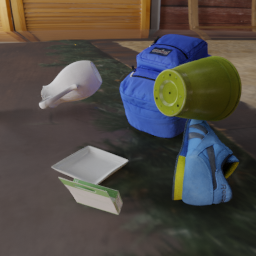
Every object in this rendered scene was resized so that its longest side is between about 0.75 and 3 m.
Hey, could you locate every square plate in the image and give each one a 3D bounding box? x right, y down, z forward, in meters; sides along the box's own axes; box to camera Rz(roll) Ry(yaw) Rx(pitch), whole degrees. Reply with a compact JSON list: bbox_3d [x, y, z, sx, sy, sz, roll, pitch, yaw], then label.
[{"bbox_3d":[-0.797,0.818,6.038,1.203,0.171,1.192,16,29,31],"label":"square plate"}]

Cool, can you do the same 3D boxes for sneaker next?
[{"bbox_3d":[1.601,0.558,5.685,1.105,0.929,2.819,3,26,15],"label":"sneaker"}]

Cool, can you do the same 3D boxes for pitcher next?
[{"bbox_3d":[-1.856,-1.282,8.909,1.937,1.174,1.662,-26,24,9],"label":"pitcher"}]

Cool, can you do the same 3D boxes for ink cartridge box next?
[{"bbox_3d":[-0.549,0.999,4.419,0.799,1.098,0.263,13,57,15],"label":"ink cartridge box"}]

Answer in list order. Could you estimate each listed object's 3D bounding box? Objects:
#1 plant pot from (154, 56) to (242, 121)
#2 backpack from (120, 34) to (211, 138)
[{"bbox_3d":[1.288,-0.755,5.685,1.341,1.393,1.393,-9,24,-34],"label":"plant pot"},{"bbox_3d":[1.019,-1.184,7.764,2.133,2.202,2.625,19,52,41],"label":"backpack"}]
